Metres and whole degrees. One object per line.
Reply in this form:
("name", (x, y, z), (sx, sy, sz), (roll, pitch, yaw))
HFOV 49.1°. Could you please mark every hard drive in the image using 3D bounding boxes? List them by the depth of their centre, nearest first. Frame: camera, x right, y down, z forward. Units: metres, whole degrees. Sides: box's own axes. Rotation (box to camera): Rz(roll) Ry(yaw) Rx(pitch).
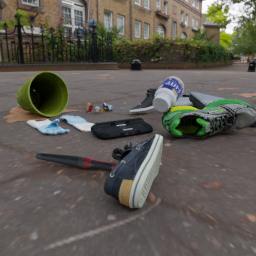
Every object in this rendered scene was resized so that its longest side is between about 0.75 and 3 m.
("hard drive", (3.683, -0.808, 11.065), (2.033, 0.479, 2.913), (11, 16, -2))
("hard drive", (2.386, -1.097, 13.212), (1.554, 0.366, 2.226), (0, 15, 0))

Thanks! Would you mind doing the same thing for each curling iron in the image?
("curling iron", (-0.927, 0.688, 6.312), (2.402, 0.307, 0.596), (-1, 51, 11))

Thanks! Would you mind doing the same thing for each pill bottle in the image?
("pill bottle", (1.252, -1.045, 8.832), (0.709, 0.709, 1.184), (8, 42, 29))

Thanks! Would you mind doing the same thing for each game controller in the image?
("game controller", (-0.179, 0.026, 9.086), (1.982, 0.417, 1.034), (-9, 31, -29))

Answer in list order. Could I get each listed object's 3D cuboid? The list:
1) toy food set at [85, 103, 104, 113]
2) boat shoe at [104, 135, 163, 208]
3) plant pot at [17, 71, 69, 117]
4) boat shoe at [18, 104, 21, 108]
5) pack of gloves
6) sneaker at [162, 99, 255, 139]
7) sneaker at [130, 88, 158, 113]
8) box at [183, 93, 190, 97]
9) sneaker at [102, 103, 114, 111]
("toy food set", (-1.533, -0.782, 12.296), (0.891, 0.401, 0.425), (25, 8, 19))
("boat shoe", (0.209, 0.682, 5.429), (0.732, 0.877, 2.350), (10, 22, 16))
("plant pot", (-3.795, -1.356, 11.958), (1.779, 1.848, 1.848), (-2, 9, 44))
("boat shoe", (-4.671, -1.327, 13.814), (0.563, 0.528, 1.527), (13, 19, 41))
("pack of gloves", (-2.288, -0.276, 9.926), (1.939, 0.455, 2.308), (-11, 19, -34))
("sneaker", (2.526, -0.127, 8.530), (2.863, 1.117, 1.220), (-9, 22, 2))
("sneaker", (0.794, -1.204, 12.064), (1.743, 0.864, 0.616), (-18, 3, -14))
("box", (3.403, -1.602, 15.008), (0.647, 0.467, 0.872), (10, 18, 35))
("sneaker", (-0.930, -0.942, 12.918), (0.352, 0.318, 0.825), (3, 18, -30))
